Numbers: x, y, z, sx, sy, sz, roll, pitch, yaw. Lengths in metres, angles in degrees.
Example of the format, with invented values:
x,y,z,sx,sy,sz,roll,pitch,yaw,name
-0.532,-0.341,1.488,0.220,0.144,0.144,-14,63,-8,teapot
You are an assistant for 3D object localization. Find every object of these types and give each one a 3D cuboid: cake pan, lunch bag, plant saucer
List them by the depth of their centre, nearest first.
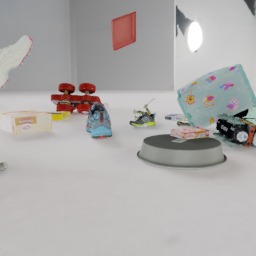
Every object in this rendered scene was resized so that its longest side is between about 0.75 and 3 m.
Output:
x,y,z,sx,sy,sz,roll,pitch,yaw,name
1.235,0.483,6.565,2.085,0.382,2.085,0,10,0,cake pan
3.069,-1.176,10.161,2.372,1.698,2.784,-26,7,15,lunch bag
-0.217,-4.222,12.134,1.397,1.400,0.257,-33,51,-31,plant saucer

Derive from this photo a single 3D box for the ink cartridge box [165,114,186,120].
x,y,z,sx,sy,sz,roll,pitch,yaw,name
2.257,-0.514,12.999,0.844,0.201,0.854,4,9,30,ink cartridge box

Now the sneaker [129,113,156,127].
x,y,z,sx,sy,sz,roll,pitch,yaw,name
0.555,-0.314,10.879,1.215,0.492,0.449,-7,12,-37,sneaker

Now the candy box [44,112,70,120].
x,y,z,sx,sy,sz,roll,pitch,yaw,name
-4.028,-0.570,12.903,2.449,0.323,1.252,1,7,3,candy box

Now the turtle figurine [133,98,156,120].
x,y,z,sx,sy,sz,roll,pitch,yaw,name
0.786,-0.688,12.471,0.994,1.026,0.738,-2,-25,14,turtle figurine

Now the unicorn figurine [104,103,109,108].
x,y,z,sx,sy,sz,roll,pitch,yaw,name
-1.615,-1.379,17.627,0.776,0.417,1.130,-13,-2,-15,unicorn figurine

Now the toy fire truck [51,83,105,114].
x,y,z,sx,sy,sz,roll,pitch,yaw,name
-2.667,-1.334,15.013,2.623,1.471,2.203,1,-14,2,toy fire truck

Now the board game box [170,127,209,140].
x,y,z,sx,sy,sz,roll,pitch,yaw,name
1.535,0.128,6.968,0.765,0.177,0.579,-5,11,-26,board game box

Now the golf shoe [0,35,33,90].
x,y,z,sx,sy,sz,roll,pitch,yaw,name
-3.912,-2.149,8.726,1.054,2.303,0.867,43,-19,-33,golf shoe

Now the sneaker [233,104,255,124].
x,y,z,sx,sy,sz,roll,pitch,yaw,name
5.187,-0.473,10.292,1.614,1.007,2.736,-5,3,-42,sneaker

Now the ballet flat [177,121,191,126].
x,y,z,sx,sy,sz,roll,pitch,yaw,name
2.260,-0.112,10.758,0.791,0.183,0.267,9,-11,16,ballet flat

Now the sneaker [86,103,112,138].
x,y,z,sx,sy,sz,roll,pitch,yaw,name
-0.928,-0.332,9.363,0.859,1.035,2.166,-3,10,-16,sneaker

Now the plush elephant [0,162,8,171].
x,y,z,sx,sy,sz,roll,pitch,yaw,name
-2.895,0.540,5.443,0.679,0.639,0.825,8,12,39,plush elephant

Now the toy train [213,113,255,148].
x,y,z,sx,sy,sz,roll,pitch,yaw,name
3.139,0.076,7.910,1.110,0.830,1.948,10,10,0,toy train

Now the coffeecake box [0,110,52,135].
x,y,z,sx,sy,sz,roll,pitch,yaw,name
-3.723,-0.245,10.091,1.308,0.622,1.703,-8,13,-41,coffeecake box
